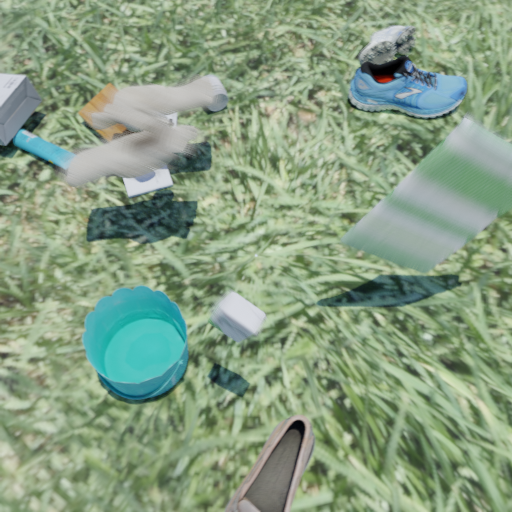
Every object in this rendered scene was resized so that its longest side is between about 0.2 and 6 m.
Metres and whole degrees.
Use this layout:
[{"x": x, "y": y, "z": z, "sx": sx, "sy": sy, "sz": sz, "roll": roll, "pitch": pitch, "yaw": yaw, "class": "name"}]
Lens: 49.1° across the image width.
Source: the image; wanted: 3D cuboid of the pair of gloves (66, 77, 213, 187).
[{"x": -2.178, "y": -2.526, "z": 10.648, "sx": 2.515, "sy": 0.519, "sz": 2.958, "roll": -7, "pitch": 43, "yaw": 14, "class": "pair of gloves"}]

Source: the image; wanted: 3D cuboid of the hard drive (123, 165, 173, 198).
[{"x": -2.398, "y": -1.703, "z": 12.287, "sx": 0.988, "sy": 0.132, "sz": 0.652, "roll": -17, "pitch": 75, "yaw": -11, "class": "hard drive"}]

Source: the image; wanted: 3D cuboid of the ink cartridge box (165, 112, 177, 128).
[{"x": -2.461, "y": -2.974, "z": 13.055, "sx": 1.205, "sy": 0.344, "sz": 0.980, "roll": 1, "pitch": 58, "yaw": -5, "class": "ink cartridge box"}]

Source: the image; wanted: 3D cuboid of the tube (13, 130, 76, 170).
[{"x": -4.727, "y": -2.379, "z": 12.637, "sx": 1.576, "sy": 0.397, "sz": 0.610, "roll": 25, "pitch": 46, "yaw": 13, "class": "tube"}]

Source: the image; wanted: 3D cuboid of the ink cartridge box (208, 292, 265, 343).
[{"x": -0.287, "y": 0.869, "z": 7.823, "sx": 0.569, "sy": 0.779, "sz": 0.328, "roll": 34, "pitch": 64, "yaw": -5, "class": "ink cartridge box"}]

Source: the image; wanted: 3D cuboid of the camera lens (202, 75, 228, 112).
[{"x": -1.056, "y": -3.912, "z": 13.422, "sx": 0.595, "sy": 0.595, "sz": 0.744, "roll": -21, "pitch": 60, "yaw": -12, "class": "camera lens"}]

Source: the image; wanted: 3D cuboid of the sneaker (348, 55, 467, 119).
[{"x": 3.603, "y": -4.014, "z": 13.110, "sx": 2.739, "sy": 1.232, "sz": 1.074, "roll": 2, "pitch": 59, "yaw": 1, "class": "sneaker"}]

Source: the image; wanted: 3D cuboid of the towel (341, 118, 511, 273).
[{"x": 2.870, "y": -0.772, "z": 8.620, "sx": 1.995, "sy": 2.615, "sz": 0.306, "roll": 18, "pitch": 44, "yaw": -28, "class": "towel"}]

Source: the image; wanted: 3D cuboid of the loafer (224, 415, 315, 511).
[{"x": 0.117, "y": 3.766, "z": 8.622, "sx": 1.035, "sy": 0.905, "sz": 2.880, "roll": 21, "pitch": 61, "yaw": 12, "class": "loafer"}]

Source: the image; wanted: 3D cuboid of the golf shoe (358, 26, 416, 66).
[{"x": 3.169, "y": -5.328, "z": 14.337, "sx": 1.933, "sy": 0.757, "sz": 0.940, "roll": -33, "pitch": 47, "yaw": -24, "class": "golf shoe"}]

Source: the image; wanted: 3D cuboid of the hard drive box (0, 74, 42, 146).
[{"x": -6.206, "y": -3.408, "z": 12.795, "sx": 1.958, "sy": 0.752, "sz": 1.526, "roll": 12, "pitch": 59, "yaw": 22, "class": "hard drive box"}]

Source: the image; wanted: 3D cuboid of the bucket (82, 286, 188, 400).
[{"x": -2.030, "y": 1.567, "z": 9.785, "sx": 1.837, "sy": 1.195, "sz": 1.837, "roll": 0, "pitch": 59, "yaw": 0, "class": "bucket"}]

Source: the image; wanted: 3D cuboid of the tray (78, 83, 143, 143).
[{"x": -3.031, "y": -2.986, "z": 12.837, "sx": 2.132, "sy": 0.395, "sz": 1.051, "roll": 42, "pitch": 84, "yaw": 21, "class": "tray"}]
